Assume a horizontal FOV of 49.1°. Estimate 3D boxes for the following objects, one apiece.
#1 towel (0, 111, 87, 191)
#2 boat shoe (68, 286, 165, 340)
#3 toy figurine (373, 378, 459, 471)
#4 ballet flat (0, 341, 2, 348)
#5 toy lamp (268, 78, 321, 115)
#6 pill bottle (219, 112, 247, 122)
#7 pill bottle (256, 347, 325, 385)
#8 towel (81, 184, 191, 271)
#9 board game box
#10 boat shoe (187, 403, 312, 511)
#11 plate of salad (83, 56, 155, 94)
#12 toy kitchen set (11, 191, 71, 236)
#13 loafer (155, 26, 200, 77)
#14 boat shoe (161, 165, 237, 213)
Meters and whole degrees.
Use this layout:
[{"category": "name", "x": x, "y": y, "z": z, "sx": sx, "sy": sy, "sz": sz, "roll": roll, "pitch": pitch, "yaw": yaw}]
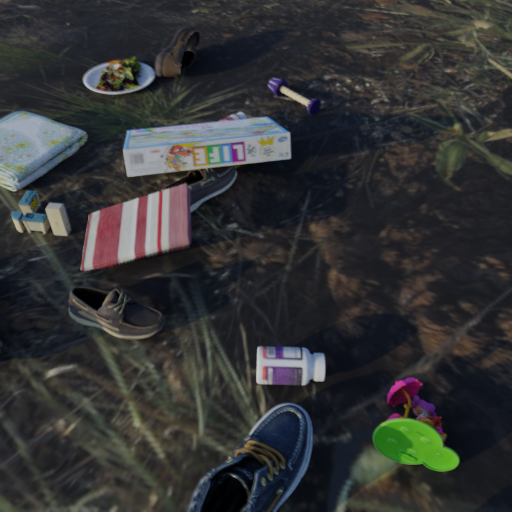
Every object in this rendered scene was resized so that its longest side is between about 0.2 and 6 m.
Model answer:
[{"category": "towel", "x": -5.753, "y": -2.633, "z": 13.713, "sx": 2.126, "sy": 0.598, "sz": 2.484, "roll": 23, "pitch": 48, "yaw": 18}, {"category": "boat shoe", "x": -2.519, "y": 0.973, "z": 9.895, "sx": 1.825, "sy": 0.669, "sz": 0.680, "roll": 9, "pitch": 45, "yaw": 9}, {"category": "toy figurine", "x": 2.423, "y": 2.410, "z": 8.420, "sx": 1.284, "sy": 0.964, "sz": 1.182, "roll": 27, "pitch": 37, "yaw": -3}, {"category": "ballet flat", "x": -5.083, "y": 1.032, "z": 9.933, "sx": 0.984, "sy": 0.677, "sz": 2.920, "roll": -49, "pitch": 49, "yaw": 1}, {"category": "toy lamp", "x": 1.029, "y": -4.505, "z": 15.713, "sx": 0.515, "sy": 0.515, "sz": 1.770, "roll": -30, "pitch": 54, "yaw": -28}, {"category": "pill bottle", "x": -0.628, "y": -3.429, "z": 14.607, "sx": 0.780, "sy": 0.446, "sz": 0.446, "roll": -35, "pitch": 54, "yaw": -30}, {"category": "pill bottle", "x": 0.554, "y": 1.791, "z": 9.099, "sx": 1.084, "sy": 0.604, "sz": 0.604, "roll": 2, "pitch": 44, "yaw": 1}, {"category": "towel", "x": -2.359, "y": -0.549, "z": 11.181, "sx": 2.253, "sy": 0.256, "sz": 1.623, "roll": -15, "pitch": 47, "yaw": 9}, {"category": "board game box", "x": -1.198, "y": -2.601, "z": 13.027, "sx": 3.571, "sy": 0.611, "sz": 2.400, "roll": -7, "pitch": 23, "yaw": -7}, {"category": "boat shoe", "x": 0.025, "y": 2.890, "z": 7.509, "sx": 0.958, "sy": 1.229, "sz": 2.708, "roll": 21, "pitch": 48, "yaw": 20}, {"category": "plate of salad", "x": -4.062, "y": -5.397, "z": 16.604, "sx": 2.098, "sy": 0.504, "sz": 2.098, "roll": 1, "pitch": 44, "yaw": -1}, {"category": "toy kitchen set", "x": -4.513, "y": -1.046, "z": 11.950, "sx": 1.220, "sy": 0.719, "sz": 0.977, "roll": 5, "pitch": 44, "yaw": 5}, {"category": "loafer", "x": -2.231, "y": -6.175, "z": 17.258, "sx": 0.877, "sy": 0.903, "sz": 2.471, "roll": 19, "pitch": 53, "yaw": 7}, {"category": "boat shoe", "x": -1.258, "y": -1.651, "z": 12.556, "sx": 0.791, "sy": 0.655, "sz": 2.201, "roll": 18, "pitch": 45, "yaw": 38}]
